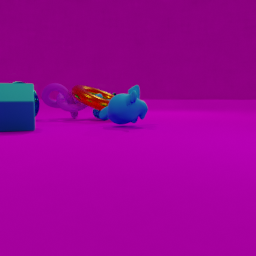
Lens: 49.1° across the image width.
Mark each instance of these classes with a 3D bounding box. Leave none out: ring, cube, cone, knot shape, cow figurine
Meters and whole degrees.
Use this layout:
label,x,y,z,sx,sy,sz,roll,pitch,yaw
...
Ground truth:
label,x,y,z,sx,sy,sz,roll,pitch,yaw
ring,-0.960,-0.986,9.683,2.044,0.409,2.044,20,13,-5
cube,-2.611,-0.485,6.515,0.827,0.827,0.827,-2,38,-18
cone,-3.913,-0.753,9.372,1.309,1.304,1.304,-11,-1,32
knot shape,-2.068,-0.893,9.820,1.546,0.763,1.652,17,-12,36
cow figurine,-1.037,-0.751,9.787,1.076,0.600,1.093,9,43,15

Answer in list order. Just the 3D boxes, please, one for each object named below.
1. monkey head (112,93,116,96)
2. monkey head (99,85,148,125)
label,x,y,z,sx,sy,sz,roll,pitch,yaw
monkey head,-0.702,-0.809,11.113,0.689,1.144,0.823,-12,-37,37
monkey head,-0.064,-0.667,7.488,0.974,1.162,1.616,13,-24,-36
